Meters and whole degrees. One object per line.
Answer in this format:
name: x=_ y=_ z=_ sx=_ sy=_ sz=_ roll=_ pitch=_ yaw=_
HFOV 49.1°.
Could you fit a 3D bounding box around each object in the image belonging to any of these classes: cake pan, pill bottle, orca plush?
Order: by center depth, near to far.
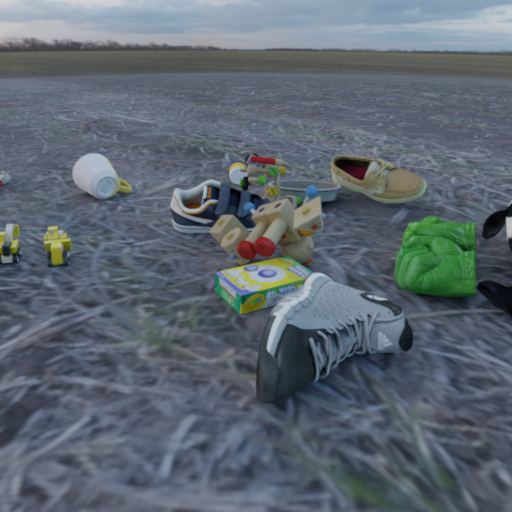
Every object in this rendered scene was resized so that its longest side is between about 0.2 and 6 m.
orca plush: x=4.750 y=-0.672 z=9.517 sx=2.068 sy=1.397 sz=3.930 roll=19 pitch=47 yaw=42
cake pan: x=1.207 y=-1.635 z=14.076 sx=1.826 sy=0.335 sz=1.826 roll=2 pitch=15 yaw=0
pill bottle: x=-0.511 y=-2.351 z=15.851 sx=0.489 sy=0.489 sz=0.868 roll=-1 pitch=22 yaw=-3

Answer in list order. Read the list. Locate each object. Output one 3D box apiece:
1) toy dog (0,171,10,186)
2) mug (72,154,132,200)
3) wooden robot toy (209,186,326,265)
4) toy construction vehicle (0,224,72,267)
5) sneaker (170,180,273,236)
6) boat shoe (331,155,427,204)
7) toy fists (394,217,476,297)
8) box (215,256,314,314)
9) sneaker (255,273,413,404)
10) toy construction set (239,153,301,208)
toy dog: x=-7.104 y=-2.103 z=15.098 sx=0.841 sy=0.614 sz=1.275 roll=-7 pitch=24 yaw=-16
mug: x=-3.922 y=-2.006 z=14.456 sx=1.303 sy=1.043 sz=1.070 roll=-21 pitch=38 yaw=-27
wooden robot toy: x=0.399 y=-0.196 z=10.261 sx=3.026 sy=1.373 sz=1.333 roll=-10 pitch=41 yaw=47
toy construction vehicle: x=-4.299 y=-0.286 z=10.910 sx=1.352 sy=0.547 sz=1.553 roll=-5 pitch=24 yaw=-12
sneaker: x=-0.635 y=-1.020 z=11.907 sx=2.412 sy=0.958 sz=0.946 roll=-2 pitch=45 yaw=1
boat shoe: x=2.910 y=-1.940 z=13.763 sx=2.482 sy=0.824 sz=0.919 roll=14 pitch=66 yaw=32
toy fists: x=3.169 y=-0.052 z=9.879 sx=1.316 sy=0.888 sz=2.582 roll=-2 pitch=22 yaw=22
box: x=0.259 y=0.441 z=9.417 sx=1.674 sy=0.405 sz=0.982 roll=-11 pitch=26 yaw=-28
sneaker: x=1.144 y=1.029 z=7.216 sx=1.663 sy=1.081 sz=2.881 roll=10 pitch=24 yaw=18
toy construction set: x=0.414 y=-1.643 z=12.683 sx=1.399 sy=1.518 sz=1.821 roll=5 pitch=-18 yaw=-8
